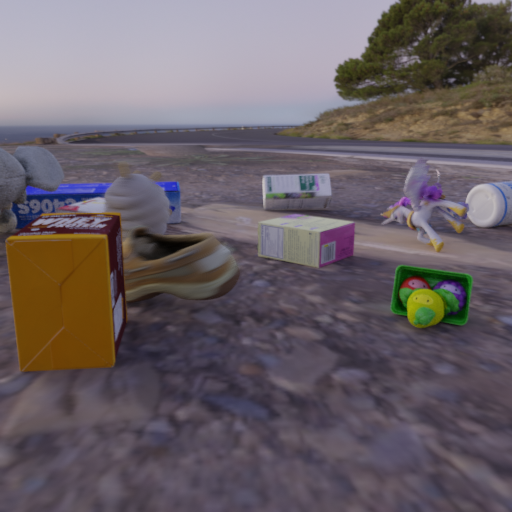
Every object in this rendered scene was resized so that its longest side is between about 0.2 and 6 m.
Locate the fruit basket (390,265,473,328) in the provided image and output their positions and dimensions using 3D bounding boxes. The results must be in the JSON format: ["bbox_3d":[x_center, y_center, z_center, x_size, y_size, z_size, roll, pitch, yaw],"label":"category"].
[{"bbox_3d":[1.913,0.468,6.203,0.910,0.657,0.910,9,-1,0],"label":"fruit basket"}]

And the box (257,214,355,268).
[{"bbox_3d":[0.807,-0.268,9.048,1.197,0.579,1.053,12,18,37],"label":"box"}]

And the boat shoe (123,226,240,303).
[{"bbox_3d":[-1.301,0.004,6.624,2.257,0.859,0.809,-5,39,26],"label":"boat shoe"}]

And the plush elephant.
[{"bbox_3d":[-4.681,-1.137,9.312,2.306,2.978,2.453,35,26,35],"label":"plush elephant"}]

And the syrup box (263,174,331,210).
[{"bbox_3d":[0.971,-1.537,13.458,1.599,0.630,0.651,-2,-25,-2],"label":"syrup box"}]

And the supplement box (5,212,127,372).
[{"bbox_3d":[-1.775,0.283,5.496,0.835,1.240,1.257,-2,14,-7],"label":"supplement box"}]

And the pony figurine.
[{"bbox_3d":[2.980,-0.873,9.793,1.162,1.347,1.395,19,15,-49],"label":"pony figurine"}]

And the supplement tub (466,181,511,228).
[{"bbox_3d":[5.160,-1.088,11.663,1.372,0.905,0.905,-9,17,-28],"label":"supplement tub"}]

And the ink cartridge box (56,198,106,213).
[{"bbox_3d":[-2.873,-0.704,10.224,0.901,0.518,1.241,7,17,20],"label":"ink cartridge box"}]

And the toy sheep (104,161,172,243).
[{"bbox_3d":[-1.874,-0.776,8.842,1.109,1.608,1.109,-11,34,8],"label":"toy sheep"}]

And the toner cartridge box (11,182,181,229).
[{"bbox_3d":[-3.362,-1.141,12.196,3.393,0.732,1.612,-2,16,-8],"label":"toner cartridge box"}]
